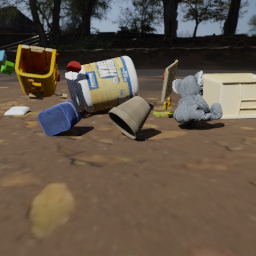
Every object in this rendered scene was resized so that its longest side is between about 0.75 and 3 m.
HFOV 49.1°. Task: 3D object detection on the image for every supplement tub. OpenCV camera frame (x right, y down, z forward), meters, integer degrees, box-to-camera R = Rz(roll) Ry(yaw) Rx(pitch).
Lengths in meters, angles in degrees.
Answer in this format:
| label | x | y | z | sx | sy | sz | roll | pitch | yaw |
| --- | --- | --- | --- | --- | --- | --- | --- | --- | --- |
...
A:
| label | x | y | z | sx | sy | sz | roll | pitch | yaw |
| --- | --- | --- | --- | --- | --- | --- | --- | --- | --- |
| supplement tub | -0.986 | -1.650 | 10.905 | 2.538 | 1.836 | 1.836 | -15 | 16 | -6 |

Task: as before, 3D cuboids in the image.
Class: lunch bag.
| label | x | y | z | sx | sy | sz | roll | pitch | yaw |
| --- | --- | --- | --- | --- | --- | --- | --- | --- | --- |
| lunch bag | -1.942 | -0.281 | 7.956 | 1.101 | 0.748 | 0.729 | -17 | 12 | 27 |

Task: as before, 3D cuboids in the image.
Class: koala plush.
| label | x | y | z | sx | sy | sz | roll | pitch | yaw |
| --- | --- | --- | --- | --- | --- | --- | --- | --- | --- |
| koala plush | 1.987 | -0.933 | 8.654 | 1.385 | 1.507 | 1.337 | -4 | -3 | -39 |

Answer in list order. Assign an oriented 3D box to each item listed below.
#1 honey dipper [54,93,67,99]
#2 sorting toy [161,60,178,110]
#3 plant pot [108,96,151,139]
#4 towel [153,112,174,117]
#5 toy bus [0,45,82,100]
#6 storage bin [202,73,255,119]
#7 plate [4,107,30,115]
| label | x | y | z | sx | sy | sz | roll | pitch | yaw |
| --- | --- | --- | --- | --- | --- | --- | --- | --- | --- |
| honey dipper | -3.066 | -1.414 | 11.414 | 1.146 | 0.218 | 0.218 | 15 | 11 | -13 |
| sorting toy | 1.380 | -1.404 | 9.823 | 0.232 | 1.734 | 1.292 | 17 | 34 | 18 |
| plant pot | 0.126 | -0.348 | 7.405 | 0.861 | 0.992 | 0.992 | -45 | 31 | -15 |
| towel | 1.759 | -0.574 | 10.718 | 1.516 | 0.137 | 0.653 | -3 | 16 | -12 |
| toy bus | -3.020 | -1.637 | 9.488 | 2.413 | 1.321 | 2.557 | -11 | -23 | 33 |
| storage bin | 4.538 | -1.389 | 11.274 | 2.898 | 1.368 | 2.919 | -1 | 15 | -3 |
| plate | -4.353 | -0.695 | 11.017 | 0.769 | 0.124 | 0.767 | -1 | 22 | 0 |
